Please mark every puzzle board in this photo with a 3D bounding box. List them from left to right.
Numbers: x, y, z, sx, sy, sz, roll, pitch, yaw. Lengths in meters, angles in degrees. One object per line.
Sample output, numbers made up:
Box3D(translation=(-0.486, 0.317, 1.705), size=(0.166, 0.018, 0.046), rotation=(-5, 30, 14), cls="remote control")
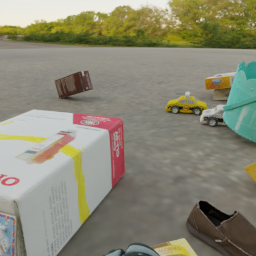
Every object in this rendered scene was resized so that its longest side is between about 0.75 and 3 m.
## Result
Box3D(translation=(-1.442, 1.289, 2.776), size=(0.774, 1.027, 0.089), rotation=(7, 7, 19), cls="puzzle board")

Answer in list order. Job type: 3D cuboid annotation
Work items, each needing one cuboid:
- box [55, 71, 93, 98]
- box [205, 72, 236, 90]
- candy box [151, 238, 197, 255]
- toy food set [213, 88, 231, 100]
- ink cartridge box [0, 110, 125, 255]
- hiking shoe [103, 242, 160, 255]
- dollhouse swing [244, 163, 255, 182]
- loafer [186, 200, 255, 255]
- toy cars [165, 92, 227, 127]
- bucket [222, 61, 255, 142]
Box3D(translation=(-2.175, -1.724, 11.139), size=(1.530, 0.766, 0.573), rotation=(-8, 9, 40), cls="box")
Box3D(translation=(4.232, -2.000, 11.501), size=(1.482, 0.516, 2.489), rotation=(-2, 15, 31), cls="box")
Box3D(translation=(0.385, 1.764, 2.144), size=(1.078, 0.516, 1.867), rotation=(-7, 21, -16), cls="candy box")
Box3D(translation=(4.669, -1.468, 11.486), size=(1.559, 0.656, 2.173), rotation=(1, 14, 41), cls="toy food set")
Box3D(translation=(-1.476, 0.664, 4.296), size=(2.038, 1.171, 2.809), rotation=(7, 20, 19), cls="ink cartridge box")
Box3D(translation=(-0.485, 1.444, 1.934), size=(1.741, 0.647, 0.755), rotation=(-33, 4, 1), cls="hiking shoe")
Box3D(translation=(3.549, 1.029, 4.509), size=(2.075, 1.824, 1.886), rotation=(-10, -20, -26), cls="dollhouse swing")
Box3D(translation=(1.330, 1.319, 3.477), size=(1.376, 0.489, 0.503), rotation=(17, 25, 40), cls="loafer")
Box3D(translation=(2.436, -0.652, 8.872), size=(1.333, 0.658, 2.974), rotation=(-13, 23, -32), cls="toy cars")
Box3D(translation=(3.489, -0.620, 6.923), size=(2.192, 1.426, 2.192), rotation=(10, 31, -6), cls="bucket")
